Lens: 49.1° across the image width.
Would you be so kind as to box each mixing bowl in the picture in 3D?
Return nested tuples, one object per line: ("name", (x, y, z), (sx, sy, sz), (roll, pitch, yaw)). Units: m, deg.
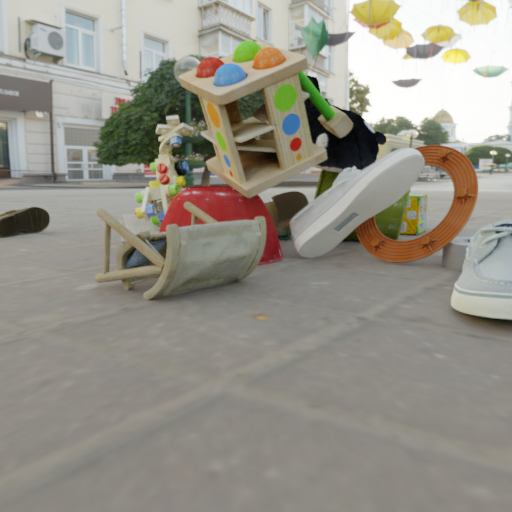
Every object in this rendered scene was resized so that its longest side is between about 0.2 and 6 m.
("mixing bowl", (-0.710, -0.607, 10.298), (2.438, 1.320, 2.438), (0, 10, 0))

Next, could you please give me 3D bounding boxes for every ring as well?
("ring", (2.683, -0.959, 9.742), (2.312, 2.312, 0.222), (10, -18, 47))

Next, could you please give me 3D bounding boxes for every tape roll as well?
("tape roll", (3.791, -0.022, 9.246), (1.370, 0.452, 1.370), (0, 10, 0))

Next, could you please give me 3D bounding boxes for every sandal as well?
("sandal", (-0.101, -0.668, 12.069), (2.669, 0.979, 0.878), (-11, -25, 13))

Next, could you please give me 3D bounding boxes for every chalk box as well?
("chalk box", (3.858, -1.117, 14.558), (1.007, 1.002, 1.619), (4, 10, 24))

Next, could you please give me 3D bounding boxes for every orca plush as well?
("orca plush", (1.563, -3.203, 12.427), (2.484, 1.678, 4.722), (-4, 24, 7))

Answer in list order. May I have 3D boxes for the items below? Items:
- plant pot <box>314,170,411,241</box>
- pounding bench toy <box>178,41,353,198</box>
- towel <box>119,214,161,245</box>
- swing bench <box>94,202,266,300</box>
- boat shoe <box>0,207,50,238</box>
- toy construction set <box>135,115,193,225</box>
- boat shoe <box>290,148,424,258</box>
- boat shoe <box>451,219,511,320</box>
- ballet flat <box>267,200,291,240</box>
("plant pot", (2.401, -1.164, 12.685), (1.939, 2.014, 2.014), (14, 12, 13))
("pounding bench toy", (0.338, -2.664, 9.645), (2.629, 2.051, 1.633), (-28, 37, -16))
("towel", (-2.194, -0.551, 11.887), (1.367, 0.236, 0.906), (-3, 46, -16))
("swing bench", (-1.031, -0.071, 7.687), (1.693, 1.099, 1.684), (15, 16, 41))
("boat shoe", (-6.037, -0.884, 14.086), (0.648, 0.686, 1.907), (4, 9, 19))
("toy construction set", (-1.874, -1.664, 11.683), (1.100, 2.388, 1.566), (2, -15, 17))
("boat shoe", (1.672, -1.062, 9.881), (0.972, 2.701, 0.925), (16, 40, -43))
("boat shoe", (2.924, 0.062, 6.762), (1.010, 1.031, 2.895), (3, 9, 20))
("ballet flat", (0.545, -1.010, 14.108), (0.968, 0.915, 2.872), (-3, 9, 1))
